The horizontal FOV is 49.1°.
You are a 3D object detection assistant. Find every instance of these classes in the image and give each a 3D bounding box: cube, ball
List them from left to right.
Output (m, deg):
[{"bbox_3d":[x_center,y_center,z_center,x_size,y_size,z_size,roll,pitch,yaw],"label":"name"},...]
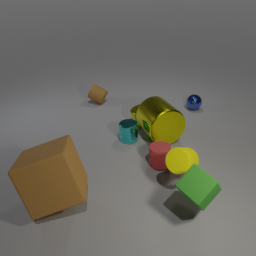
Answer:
[{"bbox_3d":[-1.949,1.206,7.198,1.400,1.400,1.400,-20,18,-1],"label":"cube"},{"bbox_3d":[2.980,-1.168,12.631,0.700,0.700,0.700,0,30,0],"label":"ball"},{"bbox_3d":[1.663,1.397,6.583,0.700,0.700,0.700,-48,55,-4],"label":"cube"}]

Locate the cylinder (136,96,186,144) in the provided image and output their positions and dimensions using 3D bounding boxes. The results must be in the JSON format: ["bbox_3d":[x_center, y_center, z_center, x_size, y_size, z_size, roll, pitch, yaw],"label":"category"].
[{"bbox_3d":[1.187,-0.294,10.367,1.400,1.400,1.400,-10,30,-17],"label":"cylinder"}]

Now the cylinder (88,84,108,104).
[{"bbox_3d":[-1.415,-1.584,13.086,0.700,0.700,0.700,28,34,2],"label":"cylinder"}]

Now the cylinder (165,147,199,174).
[{"bbox_3d":[1.472,0.880,7.597,0.700,0.700,0.700,22,8,33],"label":"cylinder"}]

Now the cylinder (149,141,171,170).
[{"bbox_3d":[1.036,0.879,9.042,0.700,0.700,0.700,-4,28,2],"label":"cylinder"}]

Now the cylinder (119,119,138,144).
[{"bbox_3d":[0.022,0.125,10.383,0.700,0.700,0.700,-2,30,1],"label":"cylinder"}]

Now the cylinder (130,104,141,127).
[{"bbox_3d":[0.521,-0.497,11.294,0.700,0.700,0.700,-17,29,10],"label":"cylinder"}]
